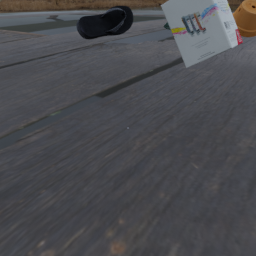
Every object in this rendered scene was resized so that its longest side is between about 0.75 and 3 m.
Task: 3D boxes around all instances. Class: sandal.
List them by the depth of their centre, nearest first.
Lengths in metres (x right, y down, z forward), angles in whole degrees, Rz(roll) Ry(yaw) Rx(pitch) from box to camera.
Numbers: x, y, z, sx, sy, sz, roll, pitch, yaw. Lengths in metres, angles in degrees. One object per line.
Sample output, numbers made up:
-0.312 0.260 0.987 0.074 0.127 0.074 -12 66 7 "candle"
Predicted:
-0.665 -3.984 10.539 2.767 1.052 0.592 -38 12 -38 "sandal"

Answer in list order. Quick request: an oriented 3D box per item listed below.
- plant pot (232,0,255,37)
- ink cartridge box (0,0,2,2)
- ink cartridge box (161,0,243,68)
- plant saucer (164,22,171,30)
3.832 -3.527 8.888 1.071 0.750 1.071 2 59 -3 "plant pot"
-3.189 -2.939 5.362 1.801 0.676 1.484 11 60 12 "ink cartridge box"
1.792 -2.491 6.704 1.177 1.628 1.183 -18 9 39 "ink cartridge box"
1.798 -3.782 9.947 1.091 0.196 1.091 -26 1 0 "plant saucer"
